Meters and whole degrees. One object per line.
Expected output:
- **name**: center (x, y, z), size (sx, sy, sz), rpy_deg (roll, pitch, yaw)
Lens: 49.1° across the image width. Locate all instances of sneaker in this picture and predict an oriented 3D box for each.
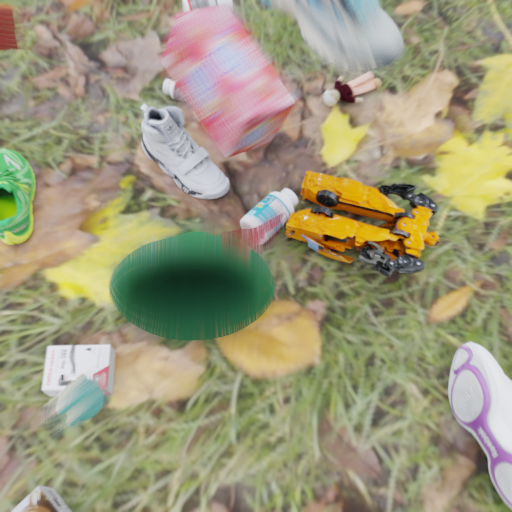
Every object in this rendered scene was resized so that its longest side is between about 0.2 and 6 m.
- **sneaker**: center (-4.714, -1.266, 10.726), size (0.785, 0.886, 2.119), rpy_deg (-15, 64, -6)
- **sneaker**: center (4.026, 2.662, 8.932), size (1.347, 1.012, 2.703), rpy_deg (-1, 58, -28)
- **sneaker**: center (1.231, -4.352, 9.238), size (3.363, 1.451, 1.305), rpy_deg (28, 68, -19)
- **sneaker**: center (-1.455, -2.043, 10.888), size (2.216, 1.274, 0.833), rpy_deg (38, 70, 17)

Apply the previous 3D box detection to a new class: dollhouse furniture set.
- **dollhouse furniture set**: center (-4.016, -3.017, 7.236), size (1.497, 0.609, 0.805), rpy_deg (-27, 59, -34)

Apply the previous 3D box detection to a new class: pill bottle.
- **pill bottle**: center (0.282, -0.788, 10.643), size (0.628, 0.628, 1.134), rpy_deg (41, 70, 18)
- **pill bottle**: center (-1.129, -5.795, 13.091), size (1.087, 0.630, 0.630), rpy_deg (-16, 65, -9)
- **pill bottle**: center (-1.584, -3.575, 12.103), size (0.806, 0.446, 0.446), rpy_deg (15, 65, 7)

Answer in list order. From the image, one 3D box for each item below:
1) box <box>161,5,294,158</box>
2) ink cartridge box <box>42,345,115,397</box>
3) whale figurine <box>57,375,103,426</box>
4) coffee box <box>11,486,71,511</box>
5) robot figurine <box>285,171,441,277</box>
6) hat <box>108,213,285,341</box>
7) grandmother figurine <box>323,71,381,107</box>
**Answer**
- **box**: center (-0.509, -2.905, 9.320), size (1.049, 1.095, 2.197), rpy_deg (-26, 77, -32)
- **ink cartridge box**: center (-2.966, 1.924, 9.406), size (1.069, 0.443, 0.784), rpy_deg (-1, 65, -1)
- **whale figurine**: center (-2.166, 1.793, 6.926), size (0.405, 0.780, 0.621), rpy_deg (8, 78, 8)
- **coffee box**: center (-2.903, 4.347, 8.082), size (1.728, 0.690, 0.976), rpy_deg (42, 71, 18)
- **robot figurine**: center (2.036, -0.615, 10.465), size (2.716, 0.790, 1.969), rpy_deg (18, 65, 9)
- **hat**: center (-0.804, -0.205, 7.626), size (1.976, 2.386, 2.100), rpy_deg (-21, 48, 15)
- **grandmother figurine**: center (2.010, -3.619, 12.174), size (1.315, 0.398, 0.797), rpy_deg (-28, 58, -16)
